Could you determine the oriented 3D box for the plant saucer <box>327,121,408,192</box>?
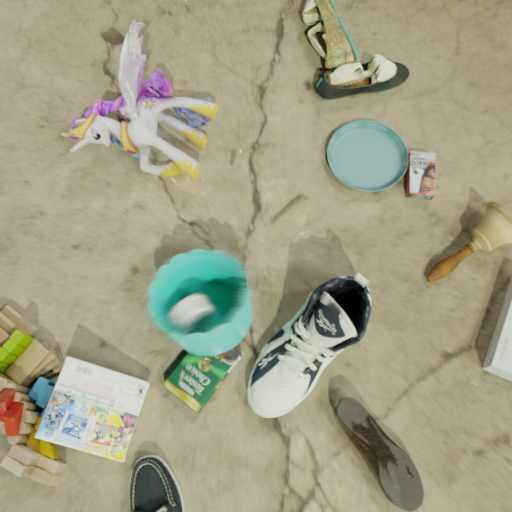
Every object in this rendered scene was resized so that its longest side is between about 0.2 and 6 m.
[{"bbox_3d":[2.306,-2.049,11.673,1.674,0.229,1.674,0,70,-1],"label":"plant saucer"}]

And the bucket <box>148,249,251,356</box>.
[{"bbox_3d":[-0.922,0.855,9.908,1.773,1.154,1.773,-4,58,7],"label":"bucket"}]

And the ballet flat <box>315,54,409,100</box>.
[{"bbox_3d":[2.355,-3.865,12.055,2.162,0.739,0.735,-17,71,-6],"label":"ballet flat"}]

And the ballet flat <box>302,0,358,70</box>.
[{"bbox_3d":[1.498,-5.242,12.544,0.903,0.903,2.554,-14,71,-5],"label":"ballet flat"}]

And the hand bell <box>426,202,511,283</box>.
[{"bbox_3d":[4.073,-0.088,10.777,1.876,0.977,0.977,-38,74,0],"label":"hand bell"}]

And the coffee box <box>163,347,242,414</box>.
[{"bbox_3d":[-0.957,2.073,10.138,0.817,0.292,1.328,37,74,13],"label":"coffee box"}]

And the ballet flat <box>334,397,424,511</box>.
[{"bbox_3d":[2.063,3.374,9.632,0.726,0.500,2.155,-35,79,-18],"label":"ballet flat"}]

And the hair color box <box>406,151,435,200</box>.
[{"bbox_3d":[3.378,-1.652,11.487,0.532,0.307,0.960,5,71,1],"label":"hair color box"}]

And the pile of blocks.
[{"bbox_3d":[-4.042,2.286,9.670,1.374,1.040,3.348,-27,73,-9],"label":"pile of blocks"}]

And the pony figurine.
[{"bbox_3d":[-2.223,-2.911,11.217,2.717,2.262,2.623,17,80,-10],"label":"pony figurine"}]

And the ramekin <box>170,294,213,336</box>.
[{"bbox_3d":[-1.106,1.089,9.872,0.772,0.772,0.359,-41,56,-13],"label":"ramekin"}]

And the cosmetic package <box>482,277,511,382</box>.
[{"bbox_3d":[5.203,1.450,10.252,1.486,0.509,1.971,24,72,7],"label":"cosmetic package"}]

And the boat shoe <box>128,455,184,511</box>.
[{"bbox_3d":[-1.575,4.487,9.027,0.932,0.744,2.466,-16,71,-6],"label":"boat shoe"}]

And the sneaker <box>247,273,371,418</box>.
[{"bbox_3d":[0.952,1.414,9.501,2.995,1.949,1.195,-40,74,-13],"label":"sneaker"}]

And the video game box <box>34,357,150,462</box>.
[{"bbox_3d":[-2.791,2.641,9.658,1.533,0.359,1.397,22,68,-14],"label":"video game box"}]
